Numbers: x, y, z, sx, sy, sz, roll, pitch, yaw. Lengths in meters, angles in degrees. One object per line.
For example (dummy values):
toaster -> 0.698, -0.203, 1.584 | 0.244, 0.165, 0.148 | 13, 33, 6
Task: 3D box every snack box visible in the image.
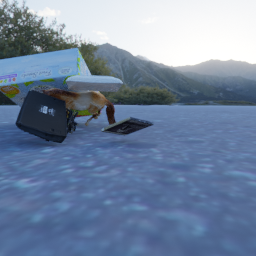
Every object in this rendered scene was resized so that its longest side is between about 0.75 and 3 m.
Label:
snack box -> -2.415, -1.245, 9.297 | 2.508, 1.007, 2.975 | -7, -21, 6

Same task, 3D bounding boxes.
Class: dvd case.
dvd case -> -0.017, -0.023, 5.498 | 0.642, 0.069, 0.864 | 11, -23, -41

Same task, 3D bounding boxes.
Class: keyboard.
keyboard -> -1.714, -0.158, 6.107 | 1.267, 0.482, 2.435 | 19, 17, -19

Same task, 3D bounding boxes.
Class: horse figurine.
horse figurine -> -1.424, -0.642, 8.464 | 2.509, 0.626, 1.663 | 4, -32, -22

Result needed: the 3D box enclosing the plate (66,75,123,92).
plate -> -0.915, -1.201, 7.548 | 1.418, 0.229, 1.414 | 1, -1, -8
